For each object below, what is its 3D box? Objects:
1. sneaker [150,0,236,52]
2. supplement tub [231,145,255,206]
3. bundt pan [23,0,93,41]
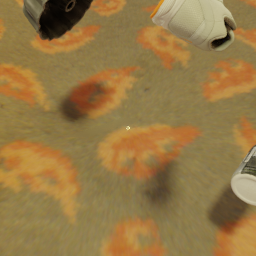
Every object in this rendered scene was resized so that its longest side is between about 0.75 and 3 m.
[{"bbox_3d":[0.803,-1.105,2.927,0.720,0.593,1.566,44,37,3],"label":"sneaker"},{"bbox_3d":[2.207,0.684,4.589,0.672,0.672,1.097,36,51,21],"label":"supplement tub"},{"bbox_3d":[-1.314,-2.513,5.294,0.635,1.693,1.693,42,63,-1],"label":"bundt pan"}]
